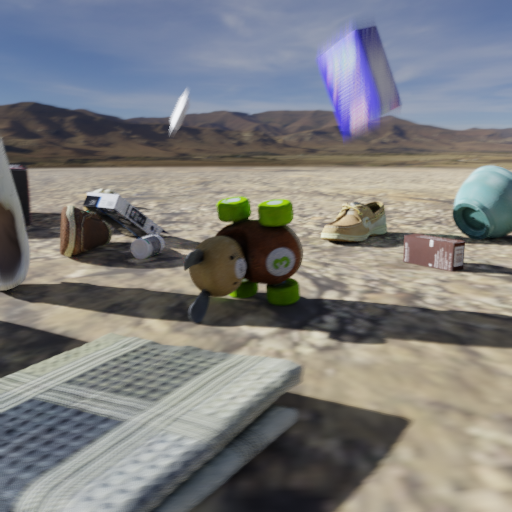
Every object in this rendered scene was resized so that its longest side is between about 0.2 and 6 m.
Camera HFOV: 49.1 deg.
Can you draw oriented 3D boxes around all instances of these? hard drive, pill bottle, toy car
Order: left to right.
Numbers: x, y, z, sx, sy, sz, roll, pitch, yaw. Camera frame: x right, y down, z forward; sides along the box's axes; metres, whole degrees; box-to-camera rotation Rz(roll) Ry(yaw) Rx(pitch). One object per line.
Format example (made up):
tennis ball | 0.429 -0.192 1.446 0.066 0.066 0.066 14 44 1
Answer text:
pill bottle | -1.582 -0.141 8.235 0.309 0.309 0.546 4 11 18
hard drive | -1.446 -2.721 10.643 0.105 0.517 0.783 22 17 -21
toy car | -0.235 0.095 5.402 0.999 1.040 1.267 7 23 33

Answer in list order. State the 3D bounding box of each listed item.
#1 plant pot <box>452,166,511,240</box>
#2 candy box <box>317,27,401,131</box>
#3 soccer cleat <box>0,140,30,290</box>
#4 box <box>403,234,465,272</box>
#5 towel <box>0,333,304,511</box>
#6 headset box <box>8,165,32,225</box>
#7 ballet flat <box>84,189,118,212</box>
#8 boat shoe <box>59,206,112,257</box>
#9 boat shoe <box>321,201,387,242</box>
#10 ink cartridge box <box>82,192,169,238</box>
plant pot | 3.985 -0.810 9.769 0.856 1.278 1.278 -35 25 -21
candy box | 1.456 -2.491 8.002 0.445 1.155 0.976 -21 5 -25
soccer cleat | -3.046 -0.895 5.962 0.932 2.691 1.044 -24 18 -26
box | 2.386 -0.053 7.553 0.296 0.395 0.790 -8 13 -35
towel | -0.795 0.902 3.119 1.715 0.308 1.781 3 13 30
headset box | -6.092 -1.325 11.960 2.353 1.221 3.162 -5 13 -23
ballet flat | -3.884 -1.481 14.567 0.585 0.538 1.705 -1 10 14
boat shoe | -2.600 -0.415 8.621 0.743 0.741 2.008 3 9 -17
boat shoe | 1.731 -0.631 9.876 0.721 0.646 1.947 7 13 32
ink cartridge box | -2.208 -0.611 9.646 0.743 0.293 1.494 6 -19 30
